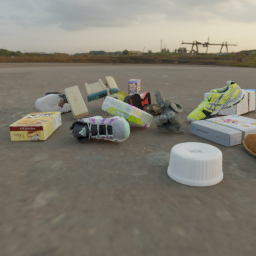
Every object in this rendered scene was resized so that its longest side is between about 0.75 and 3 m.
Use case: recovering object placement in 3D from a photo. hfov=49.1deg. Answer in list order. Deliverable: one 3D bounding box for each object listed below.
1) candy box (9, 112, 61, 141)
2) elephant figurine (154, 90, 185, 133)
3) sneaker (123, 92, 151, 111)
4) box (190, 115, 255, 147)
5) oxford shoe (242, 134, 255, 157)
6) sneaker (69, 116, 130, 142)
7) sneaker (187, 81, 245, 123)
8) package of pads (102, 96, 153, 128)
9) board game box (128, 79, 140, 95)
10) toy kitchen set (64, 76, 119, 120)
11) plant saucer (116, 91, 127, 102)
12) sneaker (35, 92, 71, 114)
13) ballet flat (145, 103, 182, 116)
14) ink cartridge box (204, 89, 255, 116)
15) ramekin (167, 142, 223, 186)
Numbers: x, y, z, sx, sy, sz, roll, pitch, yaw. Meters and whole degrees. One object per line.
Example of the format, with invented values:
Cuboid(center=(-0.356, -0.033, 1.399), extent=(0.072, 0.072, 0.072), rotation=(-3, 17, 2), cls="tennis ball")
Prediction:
Cuboid(center=(-3.393, -0.109, 10.530), extent=(1.217, 0.583, 2.109), rotation=(0, 17, 3), cls="candy box")
Cuboid(center=(1.580, -0.646, 10.711), extent=(1.047, 1.148, 1.479), rotation=(-6, 46, 19), cls="elephant figurine")
Cuboid(center=(0.226, -1.207, 14.165), extent=(1.206, 1.024, 2.780), rotation=(-5, 7, 26), cls="sneaker")
Cuboid(center=(3.801, 0.035, 10.257), extent=(2.373, 0.489, 1.850), rotation=(-8, 18, -28), cls="box")
Cuboid(center=(4.132, 0.507, 7.855), extent=(0.926, 0.926, 2.597), rotation=(-4, 15, -9), cls="oxford shoe")
Cuboid(center=(-1.140, 0.114, 9.287), extent=(1.605, 0.892, 2.294), rotation=(-11, 8, -39), cls="sneaker")
Cuboid(center=(3.514, -1.079, 11.698), extent=(2.466, 0.942, 0.930), rotation=(-33, 20, 15), cls="sneaker")
Cuboid(center=(-0.018, -0.612, 10.845), extent=(1.381, 0.610, 1.788), rotation=(25, 3, 30), cls="package of pads")
Cuboid(center=(0.388, -2.395, 17.441), extent=(0.579, 1.195, 0.952), rotation=(4, 16, 14), cls="board game box")
Cuboid(center=(-1.595, -1.143, 13.490), extent=(2.447, 1.442, 1.960), rotation=(-19, -20, -15), cls="toy kitchen set")
Cuboid(center=(-0.240, -1.464, 14.884), extent=(0.177, 1.142, 1.142), rotation=(-38, -9, 36), cls="plant saucer")
Cuboid(center=(-3.771, -1.211, 13.782), extent=(1.537, 1.019, 2.701), rotation=(7, 13, 30), cls="sneaker")
Cuboid(center=(1.785, -0.910, 13.679), extent=(2.339, 0.542, 0.788), rotation=(-6, -4, -39), cls="ballet flat")
Cuboid(center=(5.149, -1.328, 13.886), extent=(2.394, 1.009, 1.748), rotation=(-14, 17, -41), cls="ink cartridge box")
Cuboid(center=(1.694, 0.853, 7.042), extent=(1.374, 0.670, 1.374), rotation=(0, 16, 0), cls="ramekin")
